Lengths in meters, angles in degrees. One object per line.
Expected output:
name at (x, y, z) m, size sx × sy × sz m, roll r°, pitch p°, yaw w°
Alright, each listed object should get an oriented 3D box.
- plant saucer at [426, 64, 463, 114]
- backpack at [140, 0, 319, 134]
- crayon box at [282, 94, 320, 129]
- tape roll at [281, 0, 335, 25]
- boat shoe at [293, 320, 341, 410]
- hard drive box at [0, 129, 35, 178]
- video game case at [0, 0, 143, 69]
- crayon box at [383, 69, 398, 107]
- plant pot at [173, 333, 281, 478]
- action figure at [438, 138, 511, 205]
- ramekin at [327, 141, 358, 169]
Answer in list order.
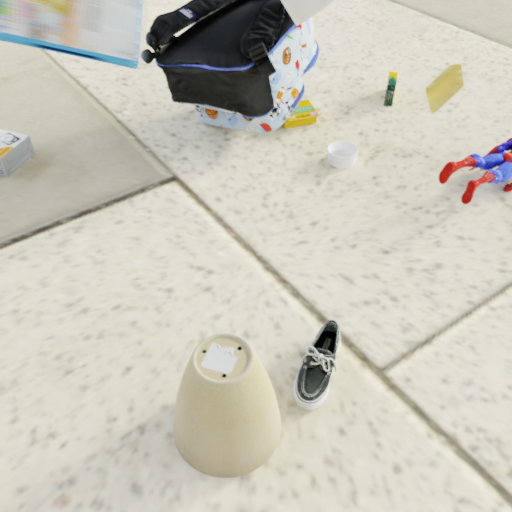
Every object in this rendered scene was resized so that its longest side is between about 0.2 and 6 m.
plant saucer at (3.315, -2.996, 9.960) m, size 0.759 × 0.759 × 0.184 m, roll -43°, pitch 64°, yaw 8°
backpack at (-0.158, -4.605, 12.899) m, size 3.519 × 2.711 × 3.352 m, roll 21°, pitch 64°, yaw 28°
crayon box at (0.942, -3.557, 13.757) m, size 0.848 × 0.348 × 1.349 m, roll -12°, pitch 44°, yaw -11°
tape roll at (1.061, -5.073, 10.211) m, size 1.454 × 0.998 × 1.454 m, roll -33°, pitch 20°, yaw 14°
boat shoe at (0.953, 1.571, 8.304) m, size 0.540 × 0.500 × 1.464 m, roll 19°, pitch 47°, yaw 19°
hard drive box at (-5.789, -2.317, 12.357) m, size 1.315 × 0.505 × 1.025 m, roll 13°, pitch 45°, yaw 14°
video game case at (-3.017, -4.037, 9.198) m, size 2.228 × 0.198 × 1.594 m, roll 6°, pitch 75°, yaw -20°
crayon box at (3.468, -4.330, 14.402) m, size 0.237 × 0.579 × 0.920 m, roll 9°, pitch 45°, yaw 10°
plant pot at (-0.406, 1.801, 7.267) m, size 1.510 × 1.613 × 1.510 m, roll 0°, pitch 44°, yaw 0°
action figure at (5.154, -1.892, 11.747) m, size 3.150 × 0.814 × 1.030 m, roll -22°, pitch 53°, yaw -28°
ramekin at (1.901, -2.219, 12.381) m, size 0.677 × 0.330 × 0.677 m, roll 0°, pitch 44°, yaw 0°
